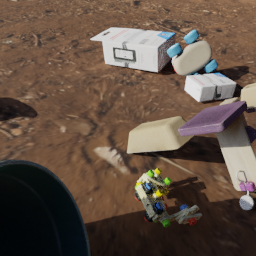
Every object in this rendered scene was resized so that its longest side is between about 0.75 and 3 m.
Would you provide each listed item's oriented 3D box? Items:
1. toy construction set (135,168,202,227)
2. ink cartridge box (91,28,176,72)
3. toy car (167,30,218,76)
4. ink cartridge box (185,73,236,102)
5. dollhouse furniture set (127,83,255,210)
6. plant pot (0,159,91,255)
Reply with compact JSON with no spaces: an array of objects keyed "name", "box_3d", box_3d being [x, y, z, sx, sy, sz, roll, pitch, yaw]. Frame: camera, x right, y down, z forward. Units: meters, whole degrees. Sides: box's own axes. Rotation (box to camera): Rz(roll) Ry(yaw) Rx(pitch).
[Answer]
[{"name":"toy construction set","box_3d":[0.623,1.288,5.045,0.900,0.632,1.372,17,17,-39]},{"name":"ink cartridge box","box_3d":[0.199,-3.187,11.137,2.942,0.998,1.707,16,40,26]},{"name":"toy car","box_3d":[2.119,-2.493,9.972,1.401,1.460,1.584,-38,16,4]},{"name":"ink cartridge box","box_3d":[2.609,-1.323,8.987,1.282,0.540,0.927,-8,34,-18]},{"name":"dollhouse furniture set","box_3d":[1.689,0.535,6.297,2.285,2.047,2.884,-32,14,-38]},{"name":"plant pot","box_3d":[-2.048,1.824,3.066,2.395,2.549,2.549,-13,32,17]}]
